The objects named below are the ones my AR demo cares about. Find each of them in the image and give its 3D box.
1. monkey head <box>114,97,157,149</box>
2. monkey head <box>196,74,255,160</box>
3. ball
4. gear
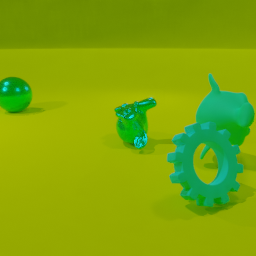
[{"bbox_3d":[0.251,-0.170,6.983,1.185,0.993,1.648,-23,22,1],"label":"monkey head"},{"bbox_3d":[1.888,-0.220,5.531,1.080,1.792,1.289,6,-2,14],"label":"monkey head"},{"bbox_3d":[-4.091,-1.197,10.046,1.272,1.272,1.272,0,17,0],"label":"ball"},{"bbox_3d":[1.239,0.560,4.424,1.294,1.294,0.239,-9,-7,-25],"label":"gear"}]
